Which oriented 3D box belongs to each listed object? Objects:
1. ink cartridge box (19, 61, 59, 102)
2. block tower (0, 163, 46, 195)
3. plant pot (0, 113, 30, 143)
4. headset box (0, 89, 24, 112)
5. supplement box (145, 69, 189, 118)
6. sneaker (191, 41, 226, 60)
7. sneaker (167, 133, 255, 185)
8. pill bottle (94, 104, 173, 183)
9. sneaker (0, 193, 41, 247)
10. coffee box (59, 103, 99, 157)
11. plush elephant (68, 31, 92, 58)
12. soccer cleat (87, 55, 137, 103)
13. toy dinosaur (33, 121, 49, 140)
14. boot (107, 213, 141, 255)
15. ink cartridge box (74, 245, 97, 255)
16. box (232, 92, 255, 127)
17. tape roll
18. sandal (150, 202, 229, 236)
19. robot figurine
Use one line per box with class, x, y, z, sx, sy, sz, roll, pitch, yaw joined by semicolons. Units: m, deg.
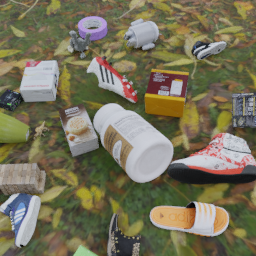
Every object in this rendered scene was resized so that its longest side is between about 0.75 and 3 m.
ink cartridge box;-3.663;-1.966;11.727;1.285;0.730;1.763;-2;52;-2
block tower;-4.113;1.663;8.926;2.753;0.796;0.743;-2;53;-3
plant pot;-4.178;0.094;10.054;1.177;1.102;1.102;13;52;-8
headset box;-4.775;-1.099;11.293;0.699;0.372;0.802;19;55;14
supplement box;1.529;-1.380;11.006;1.493;1.005;1.514;8;55;12
sneaker;3.768;-3.910;13.300;1.662;0.607;0.930;-25;57;-16
sneaker;2.701;0.973;9.340;2.946;0.984;1.579;2;51;-3
pill bottle;0.021;0.339;9.195;1.604;1.604;2.806;-27;42;-19
sneaker;-3.338;2.681;8.300;1.118;0.615;1.527;2;55;11
coffee box;-1.816;0.043;10.211;0.996;0.694;1.741;-19;55;-14
plush elephant;-2.332;-3.984;13.197;1.044;1.268;0.982;-15;30;-27
soccer cleat;-0.615;-1.821;11.360;2.418;1.030;0.830;46;23;-8
toy dinosaur;-3.220;0.039;10.490;0.468;0.269;0.925;13;54;11
boot;-0.101;3.107;8.012;0.919;0.447;1.220;4;56;4
ink cartridge box;-0.248;4.025;6.421;2.538;1.846;1.066;25;56;18
box;4.322;-0.630;10.120;1.059;1.314;0.323;-2;33;20
tape roll;-1.798;-5.099;14.307;1.442;0.473;1.442;-1;53;1
sandal;1.838;2.622;8.240;2.351;0.674;0.901;1;52;1
robot figurine;0.713;-4.500;13.483;1.813;1.024;1.538;-23;91;-17
